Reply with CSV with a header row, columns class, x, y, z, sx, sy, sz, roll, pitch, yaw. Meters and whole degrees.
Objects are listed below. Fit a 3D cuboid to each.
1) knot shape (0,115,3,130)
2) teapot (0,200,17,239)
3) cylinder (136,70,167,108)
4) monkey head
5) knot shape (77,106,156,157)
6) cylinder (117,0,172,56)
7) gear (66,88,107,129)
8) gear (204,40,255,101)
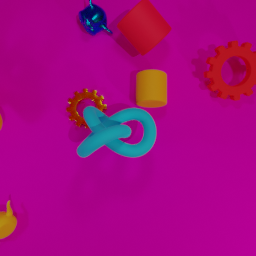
class,x,y,z,sx,sy,sz,roll,pitch,yaw
knot shape,-3.715,-0.902,6.588,0.959,1.942,2.075,-15,40,-17
teapot,-3.151,2.354,6.985,0.541,0.687,1.105,36,97,33
cylinder,0.625,-1.032,7.476,0.817,0.817,0.817,1,80,0
monkey head,-0.921,-3.026,7.763,0.744,0.888,1.235,-34,115,0
knot shape,-0.226,0.079,6.593,1.781,1.903,0.879,2,118,3
cylinder,0.416,-2.597,7.228,1.028,1.028,1.028,-46,103,-7
gear,-1.131,-0.533,7.688,1.076,0.199,1.076,0,82,0
gear,2.813,-1.508,7.435,1.522,0.281,1.522,-1,103,-3
